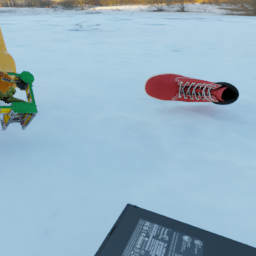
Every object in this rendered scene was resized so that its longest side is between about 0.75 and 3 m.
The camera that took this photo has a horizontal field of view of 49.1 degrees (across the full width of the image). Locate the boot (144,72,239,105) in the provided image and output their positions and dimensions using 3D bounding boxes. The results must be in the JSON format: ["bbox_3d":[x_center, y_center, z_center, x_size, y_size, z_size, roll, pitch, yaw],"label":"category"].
[{"bbox_3d":[1.810,-1.127,8.181,2.528,0.915,1.824,3,10,-9],"label":"boot"}]

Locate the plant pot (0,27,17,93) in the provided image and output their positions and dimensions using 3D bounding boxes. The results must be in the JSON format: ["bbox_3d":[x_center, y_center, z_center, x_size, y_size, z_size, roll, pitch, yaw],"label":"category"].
[{"bbox_3d":[-4.869,-2.483,8.397,2.786,2.550,2.786,-8,-13,-2],"label":"plant pot"}]

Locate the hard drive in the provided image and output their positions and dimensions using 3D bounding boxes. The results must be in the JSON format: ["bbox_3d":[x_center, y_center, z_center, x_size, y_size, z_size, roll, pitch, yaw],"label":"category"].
[{"bbox_3d":[0.728,1.588,3.046,2.060,0.339,1.438,15,17,14],"label":"hard drive"}]

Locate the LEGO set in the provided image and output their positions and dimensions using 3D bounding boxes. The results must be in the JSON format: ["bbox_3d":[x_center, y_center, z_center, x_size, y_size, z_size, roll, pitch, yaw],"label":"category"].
[{"bbox_3d":[-2.993,-0.578,6.379,1.855,1.427,1.075,-13,-17,-44],"label":"LEGO set"}]
